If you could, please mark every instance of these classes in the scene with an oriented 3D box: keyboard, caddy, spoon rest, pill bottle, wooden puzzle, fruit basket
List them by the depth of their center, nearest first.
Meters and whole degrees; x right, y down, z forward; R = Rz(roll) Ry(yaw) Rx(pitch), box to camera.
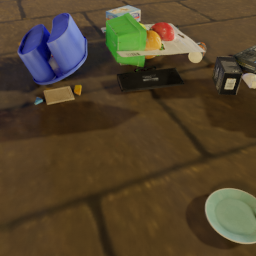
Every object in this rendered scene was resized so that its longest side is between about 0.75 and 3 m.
[{"bbox_3d":[-1.984,-0.934,8.105,1.339,0.157,0.904,-9,37,-10],"label":"wooden puzzle"},{"bbox_3d":[3.822,-1.456,8.660,0.494,0.302,0.995,10,28,9],"label":"spoon rest"},{"bbox_3d":[0.658,-1.552,8.763,1.964,0.252,1.179,-8,47,-10],"label":"keyboard"},{"bbox_3d":[-2.294,-2.445,8.965,1.905,1.415,2.695,-21,40,11],"label":"caddy"},{"bbox_3d":[0.768,-3.067,9.913,2.952,1.384,2.734,-5,40,-21],"label":"fruit basket"},{"bbox_3d":[2.493,-2.709,9.925,0.483,0.483,0.910,16,43,18],"label":"pill bottle"}]

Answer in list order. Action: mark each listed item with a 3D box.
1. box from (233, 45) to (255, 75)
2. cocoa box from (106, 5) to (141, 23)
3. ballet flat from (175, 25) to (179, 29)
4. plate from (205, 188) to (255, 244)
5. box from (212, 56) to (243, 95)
[{"bbox_3d":[4.431,-2.324,9.552,1.452,0.370,1.145,-29,47,-30],"label":"box"},{"bbox_3d":[-0.192,-4.551,11.817,1.271,0.834,0.848,-29,48,-30],"label":"cocoa box"},{"bbox_3d":[1.807,-4.376,12.085,0.799,0.227,0.266,12,42,14],"label":"ballet flat"},{"bbox_3d":[1.977,1.597,5.110,1.138,0.145,1.138,0,40,0],"label":"plate"},{"bbox_3d":[2.936,-1.574,8.365,0.539,0.764,1.033,2,41,1],"label":"box"}]
